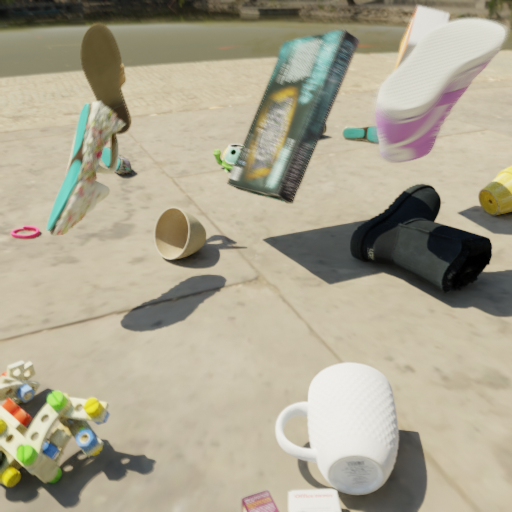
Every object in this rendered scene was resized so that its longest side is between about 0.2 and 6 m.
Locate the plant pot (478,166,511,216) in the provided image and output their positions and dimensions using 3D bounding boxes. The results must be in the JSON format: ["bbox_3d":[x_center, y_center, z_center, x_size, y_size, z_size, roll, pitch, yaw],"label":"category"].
[{"bbox_3d":[5.830,-1.439,13.089,1.003,1.066,1.066,-26,35,-12],"label":"plant pot"}]

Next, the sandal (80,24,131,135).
[{"bbox_3d":[-2.820,-3.351,10.680,0.729,1.988,0.654,-11,24,-3],"label":"sandal"}]

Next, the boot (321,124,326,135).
[{"bbox_3d":[1.321,-4.217,18.449,1.662,0.600,1.256,23,39,36],"label":"boot"}]

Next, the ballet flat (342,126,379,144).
[{"bbox_3d":[3.598,-3.955,18.051,1.657,0.559,0.517,14,21,22],"label":"ballet flat"}]

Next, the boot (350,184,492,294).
[{"bbox_3d":[3.548,-0.372,10.967,2.769,1.058,2.327,-31,38,-33],"label":"boot"}]

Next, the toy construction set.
[{"bbox_3d":[-2.857,1.977,6.868,2.135,0.984,1.400,17,56,41],"label":"toy construction set"}]

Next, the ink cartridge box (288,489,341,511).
[{"bbox_3d":[0.636,2.887,5.916,0.540,0.312,0.745,-1,29,-2],"label":"ink cartridge box"}]

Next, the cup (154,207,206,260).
[{"bbox_3d":[-1.455,-0.429,11.361,1.041,1.041,0.744,25,13,37],"label":"cup"}]

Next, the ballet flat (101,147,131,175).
[{"bbox_3d":[-3.922,-2.645,15.807,0.567,0.567,1.578,-17,33,-27],"label":"ballet flat"}]

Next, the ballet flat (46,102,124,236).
[{"bbox_3d":[-2.674,-1.379,9.068,0.774,2.421,0.916,21,-20,-31],"label":"ballet flat"}]

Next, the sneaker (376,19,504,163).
[{"bbox_3d":[2.990,-2.702,9.426,2.891,1.648,1.048,-40,57,-18],"label":"sneaker"}]

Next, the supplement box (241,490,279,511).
[{"bbox_3d":[0.096,2.869,5.847,0.330,0.419,0.640,-10,31,-20],"label":"supplement box"}]

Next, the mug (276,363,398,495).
[{"bbox_3d":[0.953,2.069,6.611,1.445,1.067,1.267,1,28,6],"label":"mug"}]

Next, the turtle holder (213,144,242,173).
[{"bbox_3d":[-0.636,-2.769,15.712,0.990,0.703,0.752,24,38,36],"label":"turtle holder"}]

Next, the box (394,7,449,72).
[{"bbox_3d":[3.344,-4.275,11.456,0.653,0.834,1.340,16,-10,3],"label":"box"}]

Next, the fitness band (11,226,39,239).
[{"bbox_3d":[-5.049,-0.513,12.257,0.615,0.115,0.442,5,30,11],"label":"fitness band"}]

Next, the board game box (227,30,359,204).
[{"bbox_3d":[0.615,-2.640,10.711,0.444,3.154,2.134,21,3,-30],"label":"board game box"}]
